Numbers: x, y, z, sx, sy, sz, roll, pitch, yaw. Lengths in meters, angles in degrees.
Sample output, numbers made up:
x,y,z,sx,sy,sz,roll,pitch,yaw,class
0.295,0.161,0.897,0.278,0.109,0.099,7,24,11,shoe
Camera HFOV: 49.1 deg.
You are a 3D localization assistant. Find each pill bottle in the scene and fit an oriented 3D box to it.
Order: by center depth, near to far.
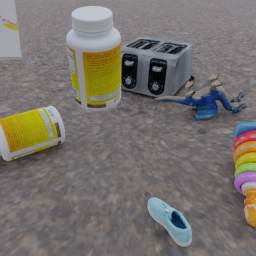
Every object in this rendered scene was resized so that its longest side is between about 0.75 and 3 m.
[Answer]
x,y,z,sx,sy,sz,roll,pitch,yaw,class
-0.632,-1.301,5.427,1.002,1.833,1.002,1,42,-1,pill bottle
-2.817,0.171,7.484,2.041,1.115,1.115,-19,37,-28,pill bottle

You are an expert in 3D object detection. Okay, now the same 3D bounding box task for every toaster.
x,y,z,sx,sy,sz,roll,pitch,yaw,class
1.162,-2.473,11.182,2.516,1.651,2.783,18,36,24,toaster

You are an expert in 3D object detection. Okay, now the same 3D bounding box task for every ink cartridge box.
x,y,z,sx,sy,sz,roll,pitch,yaw,class
-1.905,-1.425,3.868,0.684,0.946,0.696,-8,14,-24,ink cartridge box

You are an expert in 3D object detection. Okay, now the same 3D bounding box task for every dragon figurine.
x,y,z,sx,sy,sz,roll,pitch,yaw,class
2.476,-0.829,9.303,2.935,1.459,0.864,-18,33,8,dragon figurine

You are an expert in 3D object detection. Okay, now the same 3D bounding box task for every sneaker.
x,y,z,sx,sy,sz,roll,pitch,yaw,class
0.844,1.726,5.603,0.462,0.512,1.249,-19,37,-29,sneaker

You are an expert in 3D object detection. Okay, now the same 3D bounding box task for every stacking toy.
x,y,z,sx,sy,sz,roll,pitch,yaw,class
2.873,1.091,6.209,1.308,1.384,2.384,4,45,30,stacking toy
